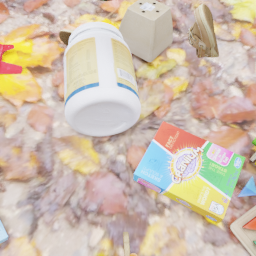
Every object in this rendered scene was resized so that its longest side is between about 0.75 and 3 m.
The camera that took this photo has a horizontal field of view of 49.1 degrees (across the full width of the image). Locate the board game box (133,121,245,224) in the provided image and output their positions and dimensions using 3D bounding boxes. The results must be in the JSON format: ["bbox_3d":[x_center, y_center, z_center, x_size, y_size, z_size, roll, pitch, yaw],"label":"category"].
[{"bbox_3d":[1.723,1.167,7.949,2.573,0.519,1.969,25,63,14],"label":"board game box"}]

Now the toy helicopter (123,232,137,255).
[{"bbox_3d":[-0.013,3.157,6.563,0.553,0.927,1.402,-5,60,-3],"label":"toy helicopter"}]

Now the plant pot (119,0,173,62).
[{"bbox_3d":[0.671,-3.673,10.096,1.649,1.460,1.647,33,58,17],"label":"plant pot"}]

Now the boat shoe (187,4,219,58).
[{"bbox_3d":[2.010,-2.478,7.668,0.736,2.282,0.813,-8,74,21],"label":"boat shoe"}]

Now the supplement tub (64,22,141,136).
[{"bbox_3d":[-0.850,-1.492,8.526,2.166,2.166,2.995,-6,60,-4],"label":"supplement tub"}]

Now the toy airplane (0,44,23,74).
[{"bbox_3d":[-4.639,-2.458,10.153,1.814,0.334,1.814,1,60,-2],"label":"toy airplane"}]

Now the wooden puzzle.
[{"bbox_3d":[3.670,2.623,6.951,1.754,0.304,2.600,-44,69,-3],"label":"wooden puzzle"}]

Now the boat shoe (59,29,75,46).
[{"bbox_3d":[-1.542,-3.312,10.481,2.043,0.728,0.659,16,53,1],"label":"boat shoe"}]

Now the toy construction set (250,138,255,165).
[{"bbox_3d":[4.004,0.785,7.142,2.183,2.617,2.011,-23,57,-22],"label":"toy construction set"}]

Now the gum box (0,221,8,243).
[{"bbox_3d":[-3.805,2.594,6.941,1.237,0.275,1.051,-21,67,-38],"label":"gum box"}]
